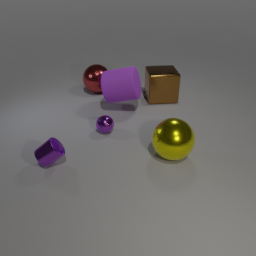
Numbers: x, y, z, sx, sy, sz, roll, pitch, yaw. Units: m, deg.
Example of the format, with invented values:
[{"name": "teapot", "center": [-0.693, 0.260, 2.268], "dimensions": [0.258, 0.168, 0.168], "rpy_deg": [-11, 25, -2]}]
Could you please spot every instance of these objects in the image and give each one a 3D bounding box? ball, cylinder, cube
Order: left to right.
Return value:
[{"name": "cylinder", "center": [-2.499, 0.769, 8.968], "dimensions": [0.700, 0.700, 0.700], "rpy_deg": [-36, 30, 12]}, {"name": "ball", "center": [-1.540, -2.449, 13.887], "dimensions": [1.400, 1.400, 1.400], "rpy_deg": [0, 31, 0]}, {"name": "ball", "center": [-0.886, -0.145, 10.769], "dimensions": [0.700, 0.700, 0.700], "rpy_deg": [0, 31, 0]}, {"name": "cylinder", "center": [-0.272, -1.848, 12.042], "dimensions": [1.400, 1.400, 1.400], "rpy_deg": [-6, 29, 16]}, {"name": "cube", "center": [1.581, -2.066, 13.242], "dimensions": [1.400, 1.400, 1.400], "rpy_deg": [-3, 31, -5]}, {"name": "ball", "center": [1.490, 0.365, 9.208], "dimensions": [1.400, 1.400, 1.400], "rpy_deg": [0, 31, 0]}]
